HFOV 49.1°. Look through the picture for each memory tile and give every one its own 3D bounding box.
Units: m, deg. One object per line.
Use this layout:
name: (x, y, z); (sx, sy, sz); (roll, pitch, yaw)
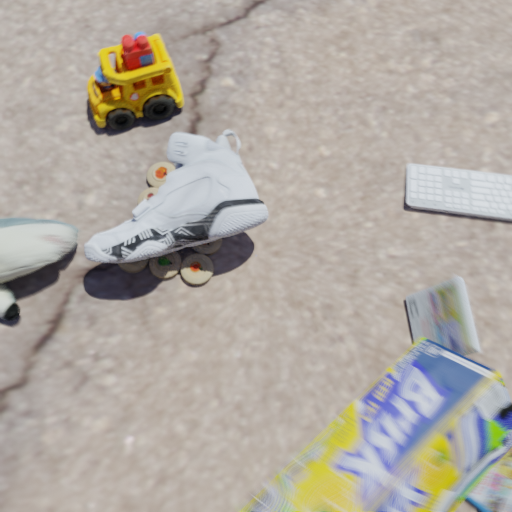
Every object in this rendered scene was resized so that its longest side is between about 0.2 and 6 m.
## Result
memory tile: (-1.519, -0.697, 11.071); (1.938, 0.212, 2.528); (12, 66, 5)

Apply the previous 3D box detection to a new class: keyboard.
keyboard: (4.959, -1.208, 11.314); (3.820, 0.204, 1.075); (8, 66, 3)

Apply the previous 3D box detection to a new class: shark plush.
shark plush: (-5.669, -0.152, 10.584); (4.389, 1.994, 1.828); (0, 42, 20)

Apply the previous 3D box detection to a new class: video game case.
video game case: (4.506, 3.866, 9.048); (2.070, 0.184, 1.481); (37, 71, 15)
video game case: (3.221, 1.164, 9.792); (0.143, 1.181, 1.297); (13, 62, -35)

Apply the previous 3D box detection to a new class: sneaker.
sneaker: (-1.591, -1.049, 10.099); (3.338, 1.254, 1.918); (-16, 89, -2)

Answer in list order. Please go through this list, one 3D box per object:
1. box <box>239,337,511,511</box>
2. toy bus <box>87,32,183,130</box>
box: (1.704, 3.360, 8.226); (4.599, 1.478, 1.611); (-38, 28, -16)
toy bus: (-2.633, -3.747, 11.540); (1.977, 1.897, 1.341); (-18, 68, -6)
